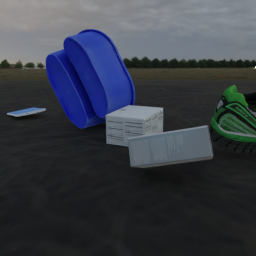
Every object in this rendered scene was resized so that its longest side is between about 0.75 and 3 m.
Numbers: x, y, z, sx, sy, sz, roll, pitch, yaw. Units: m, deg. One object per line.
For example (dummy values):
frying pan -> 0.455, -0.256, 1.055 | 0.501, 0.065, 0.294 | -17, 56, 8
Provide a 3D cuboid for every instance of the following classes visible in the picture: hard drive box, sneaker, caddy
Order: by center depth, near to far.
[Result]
hard drive box -> 0.675, 0.321, 4.254 | 1.145, 0.440, 0.892 | -9, -10, 14
sneaker -> 3.019, -0.176, 5.113 | 2.849, 1.214, 1.112 | 1, 33, -1
caddy -> -0.990, -1.379, 8.043 | 2.025, 2.865, 1.504 | -23, 4, 40

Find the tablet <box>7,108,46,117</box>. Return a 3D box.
tablet -> -3.661, -0.567, 10.032 | 1.035, 0.109, 1.591 | -17, 13, -31

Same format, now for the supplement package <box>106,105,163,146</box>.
supplement package -> 0.182, -0.070, 6.562 | 0.952, 0.678, 1.223 | 7, 17, 25
